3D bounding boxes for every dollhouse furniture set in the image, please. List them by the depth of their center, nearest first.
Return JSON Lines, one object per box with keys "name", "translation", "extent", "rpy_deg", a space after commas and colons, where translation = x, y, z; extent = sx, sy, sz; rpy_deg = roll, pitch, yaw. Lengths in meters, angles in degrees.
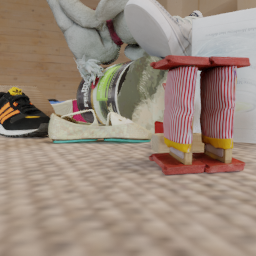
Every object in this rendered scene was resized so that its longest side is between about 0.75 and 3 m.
{"name": "dollhouse furniture set", "translation": [0.622, -0.208, 3.794], "extent": [0.903, 1.195, 2.220], "rpy_deg": [-1, 5, -9]}

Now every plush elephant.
{"name": "plush elephant", "translation": [-0.449, -2.544, 6.858], "extent": [2.197, 2.838, 2.337], "rpy_deg": [-27, -34, 5]}

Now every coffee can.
{"name": "coffee can", "translation": [-0.058, -0.758, 7.060], "extent": [1.760, 1.760, 2.404], "rpy_deg": [-3, 5, -30]}

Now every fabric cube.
{"name": "fabric cube", "translation": [-1.375, -0.518, 9.685], "extent": [0.938, 0.921, 0.935], "rpy_deg": [1, 6, 3]}

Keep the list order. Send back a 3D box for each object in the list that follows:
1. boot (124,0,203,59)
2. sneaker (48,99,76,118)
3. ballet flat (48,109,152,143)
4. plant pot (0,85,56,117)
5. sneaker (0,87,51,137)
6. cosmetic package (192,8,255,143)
{"name": "boot", "translation": [1.098, -2.133, 6.235], "extent": [1.049, 1.362, 2.851], "rpy_deg": [23, -12, 43]}
{"name": "sneaker", "translation": [-3.109, -0.932, 13.850], "extent": [2.819, 1.082, 1.568], "rpy_deg": [-8, 15, -16]}
{"name": "ballet flat", "translation": [-0.500, -0.037, 5.276], "extent": [1.994, 0.622, 0.672], "rpy_deg": [0, 4, -6]}
{"name": "plant pot", "translation": [-3.797, -0.714, 9.452], "extent": [2.934, 1.354, 2.934], "rpy_deg": [0, 3, 0]}
{"name": "sneaker", "translation": [-2.649, -0.421, 6.718], "extent": [0.900, 1.157, 2.572], "rpy_deg": [-4, 6, -44]}
{"name": "cosmetic package", "translation": [2.503, -0.898, 5.238], "extent": [2.319, 2.327, 1.430], "rpy_deg": [3, 7, 35]}
